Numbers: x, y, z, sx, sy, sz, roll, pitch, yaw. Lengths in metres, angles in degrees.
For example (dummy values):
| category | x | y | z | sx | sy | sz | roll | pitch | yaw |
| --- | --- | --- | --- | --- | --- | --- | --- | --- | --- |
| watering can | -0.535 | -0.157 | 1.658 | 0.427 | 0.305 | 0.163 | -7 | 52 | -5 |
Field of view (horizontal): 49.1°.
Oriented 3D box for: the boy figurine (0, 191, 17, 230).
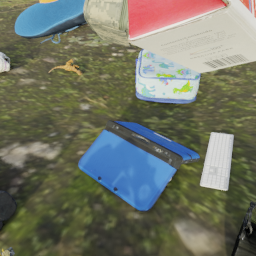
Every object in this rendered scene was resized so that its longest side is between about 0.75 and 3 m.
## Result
| category | x | y | z | sx | sy | sz | roll | pitch | yaw |
| --- | --- | --- | --- | --- | --- | --- | --- | --- | --- |
| boy figurine | -3.138 | 1.206 | 4.980 | 2.208 | 0.711 | 1.373 | 14 | 55 | 23 |

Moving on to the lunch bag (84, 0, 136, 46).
| category | x | y | z | sx | sy | sz | roll | pitch | yaw |
| --- | --- | --- | --- | --- | --- | --- | --- | --- | --- |
| lunch bag | 0.383 | -2.459 | 5.568 | 1.957 | 1.626 | 2.333 | 16 | 7 | 1 |

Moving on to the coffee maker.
| category | x | y | z | sx | sy | sz | roll | pitch | yaw |
| --- | --- | --- | --- | --- | --- | --- | --- | --- | --- |
| coffee maker | 2.078 | 1.804 | 3.751 | 1.226 | 1.177 | 0.825 | 17 | 43 | 23 |

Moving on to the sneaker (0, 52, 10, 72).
| category | x | y | z | sx | sy | sz | roll | pitch | yaw |
| --- | --- | --- | --- | --- | --- | --- | --- | --- | --- |
| sneaker | -5.003 | -2.468 | 10.181 | 1.135 | 0.853 | 2.278 | 1 | 27 | -40 |

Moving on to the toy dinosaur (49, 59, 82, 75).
| category | x | y | z | sx | sy | sz | roll | pitch | yaw |
| --- | --- | --- | --- | --- | --- | --- | --- | --- | --- |
| toy dinosaur | -2.152 | -2.163 | 9.930 | 1.217 | 0.368 | 0.646 | 11 | 39 | 16 |

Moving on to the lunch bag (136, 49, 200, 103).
| category | x | y | z | sx | sy | sz | roll | pitch | yaw |
| --- | --- | --- | --- | --- | --- | --- | --- | --- | --- |
| lunch bag | 1.170 | -1.702 | 8.752 | 1.920 | 0.985 | 2.389 | 3 | 36 | 3 |

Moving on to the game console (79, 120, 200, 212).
| category | x | y | z | sx | sy | sz | roll | pitch | yaw |
| --- | --- | --- | --- | --- | --- | --- | --- | --- | --- |
| game console | 0.255 | 0.710 | 6.114 | 1.974 | 1.168 | 1.685 | 28 | 13 | 32 |

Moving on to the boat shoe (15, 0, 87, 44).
| category | x | y | z | sx | sy | sz | roll | pitch | yaw |
| --- | --- | --- | --- | --- | --- | --- | --- | --- | --- |
| boat shoe | -1.749 | -2.652 | 7.132 | 2.438 | 1.026 | 0.837 | -1 | -7 | 24 |

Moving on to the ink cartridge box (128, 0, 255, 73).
| category | x | y | z | sx | sy | sz | roll | pitch | yaw |
| --- | --- | --- | --- | --- | --- | --- | --- | --- | --- |
| ink cartridge box | 0.266 | -0.836 | 1.166 | 0.422 | 1.007 | 0.884 | -6 | -6 | 38 |

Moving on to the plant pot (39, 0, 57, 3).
| category | x | y | z | sx | sy | sz | roll | pitch | yaw |
| --- | --- | --- | --- | --- | --- | --- | --- | --- | --- |
| plant pot | -3.292 | -6.139 | 13.937 | 2.473 | 2.473 | 2.264 | -1 | 51 | -1 |

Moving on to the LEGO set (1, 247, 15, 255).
| category | x | y | z | sx | sy | sz | roll | pitch | yaw |
| --- | --- | --- | --- | --- | --- | --- | --- | --- | --- |
| LEGO set | -1.277 | 2.708 | 2.709 | 2.036 | 1.534 | 2.648 | 39 | 48 | 2 |

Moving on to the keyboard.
| category | x | y | z | sx | sy | sz | roll | pitch | yaw |
| --- | --- | --- | --- | --- | --- | --- | --- | --- | --- |
| keyboard | 2.018 | 0.667 | 6.247 | 0.531 | 0.101 | 1.887 | 12 | 37 | 16 |
